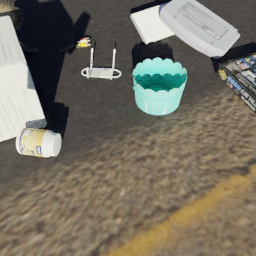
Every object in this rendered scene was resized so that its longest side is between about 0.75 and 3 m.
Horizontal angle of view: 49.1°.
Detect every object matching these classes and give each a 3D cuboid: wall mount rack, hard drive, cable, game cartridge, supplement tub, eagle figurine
[{"bbox_3d":[-0.942,-2.276,10.035,1.441,0.537,1.252,3,49,2],"label":"wall mount rack"},{"bbox_3d":[1.332,-4.380,11.586,2.084,0.278,1.375,-24,80,-16],"label":"hard drive"},{"bbox_3d":[-2.120,-3.342,11.087,1.263,0.318,0.614,-10,50,-8],"label":"cable"},{"bbox_3d":[2.790,-4.017,11.059,2.980,0.603,1.987,39,55,9],"label":"game cartridge"},{"bbox_3d":[-2.406,0.399,7.612,1.017,0.735,0.735,6,50,5],"label":"supplement tub"},{"bbox_3d":[-5.032,-3.499,10.354,2.713,2.058,2.047,-21,32,-10],"label":"eagle figurine"}]

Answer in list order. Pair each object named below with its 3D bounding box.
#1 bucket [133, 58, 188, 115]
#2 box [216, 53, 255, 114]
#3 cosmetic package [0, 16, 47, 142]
[{"bbox_3d":[0.960,-1.298,8.826,1.703,1.108,1.703,0,49,0],"label":"bucket"},{"bbox_3d":[4.590,-1.659,9.499,2.226,0.557,2.243,-18,52,-16],"label":"box"},{"bbox_3d":[-4.216,-1.162,7.788,2.963,2.479,2.464,-20,53,-15],"label":"cosmetic package"}]
